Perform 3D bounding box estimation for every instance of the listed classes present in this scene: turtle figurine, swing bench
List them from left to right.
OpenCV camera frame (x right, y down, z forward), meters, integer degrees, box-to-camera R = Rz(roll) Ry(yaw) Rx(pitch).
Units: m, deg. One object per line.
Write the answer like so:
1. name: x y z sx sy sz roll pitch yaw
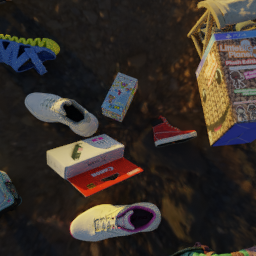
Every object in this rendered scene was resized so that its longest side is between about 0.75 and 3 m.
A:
1. turtle figurine: 1.665 3.183 6.047 2.684 2.009 1.351 5 44 -18
2. swing bench: 3.127 -3.047 8.107 2.141 2.153 1.397 -15 71 -5

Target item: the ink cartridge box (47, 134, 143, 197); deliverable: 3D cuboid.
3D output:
1. ink cartridge box: -0.754 0.789 6.667 1.786 0.389 1.550 -17 33 -42

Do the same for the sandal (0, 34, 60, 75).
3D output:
1. sandal: -3.322 -2.172 8.492 2.370 0.942 1.032 2 75 2

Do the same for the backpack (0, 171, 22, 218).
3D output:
1. backpack: -3.496 1.645 7.162 1.052 0.918 1.197 -32 68 -4

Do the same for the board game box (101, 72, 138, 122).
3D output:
1. board game box: -0.232 -0.890 8.171 0.625 0.614 1.193 23 72 8

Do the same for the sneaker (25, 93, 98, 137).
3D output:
1. sneaker: -1.893 -0.570 7.796 2.237 1.111 0.871 19 72 6

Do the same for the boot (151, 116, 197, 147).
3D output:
1. boot: 1.294 -0.002 7.979 1.213 0.439 0.875 -10 70 0

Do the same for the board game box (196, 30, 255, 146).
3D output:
1. board game box: 2.812 -0.971 7.486 1.188 1.955 2.452 -5 70 -2

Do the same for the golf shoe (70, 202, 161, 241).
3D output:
1. golf shoe: -0.323 2.253 6.868 2.317 1.060 0.872 -11 72 -2

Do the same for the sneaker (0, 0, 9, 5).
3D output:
1. sneaker: -4.568 -4.528 9.250 2.935 1.166 1.151 -32 66 15
